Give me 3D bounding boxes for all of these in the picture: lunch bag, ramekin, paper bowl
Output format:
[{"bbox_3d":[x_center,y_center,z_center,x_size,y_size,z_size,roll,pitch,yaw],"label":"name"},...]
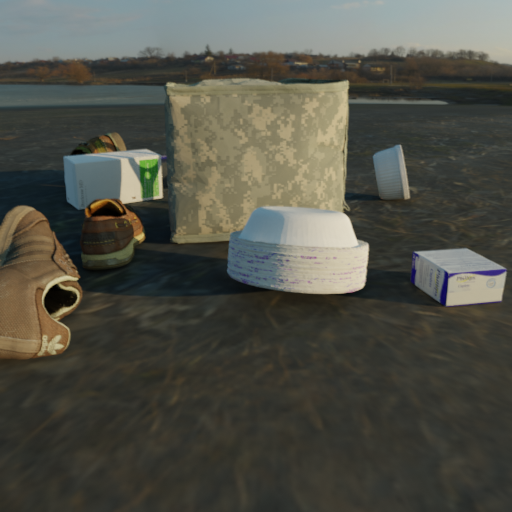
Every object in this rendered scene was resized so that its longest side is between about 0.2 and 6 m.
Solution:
[{"bbox_3d":[0.047,-1.666,9.459,3.091,2.535,1.818,-2,18,-6],"label":"lunch bag"},{"bbox_3d":[2.870,-1.734,11.951,0.608,1.159,1.159,-10,16,14],"label":"ramekin"},{"bbox_3d":[0.525,-0.133,7.049,1.752,0.911,1.752,3,9,0],"label":"paper bowl"}]

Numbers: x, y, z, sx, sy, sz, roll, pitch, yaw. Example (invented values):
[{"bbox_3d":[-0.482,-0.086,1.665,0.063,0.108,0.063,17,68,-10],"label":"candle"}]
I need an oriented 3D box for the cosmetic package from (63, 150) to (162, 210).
[{"bbox_3d":[-2.997,-1.636,11.798,1.865,1.004,0.791,-15,27,-33],"label":"cosmetic package"}]

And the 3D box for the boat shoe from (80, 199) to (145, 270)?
[{"bbox_3d":[-2.227,-0.520,8.724,0.856,0.803,2.378,-6,18,-5],"label":"boat shoe"}]

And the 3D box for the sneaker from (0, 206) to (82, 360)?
[{"bbox_3d":[-2.552,0.320,6.388,1.103,1.028,2.919,18,20,-17],"label":"sneaker"}]

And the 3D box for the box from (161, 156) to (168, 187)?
[{"bbox_3d":[-2.627,-2.063,13.685,1.631,0.643,1.151,-6,22,-16],"label":"box"}]

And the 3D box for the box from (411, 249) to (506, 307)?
[{"bbox_3d":[2.511,0.254,7.039,0.796,0.454,0.866,-4,18,-13],"label":"box"}]

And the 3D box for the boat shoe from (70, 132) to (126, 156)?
[{"bbox_3d":[-3.932,-2.245,13.017,0.892,0.944,2.624,-28,7,-32],"label":"boat shoe"}]
